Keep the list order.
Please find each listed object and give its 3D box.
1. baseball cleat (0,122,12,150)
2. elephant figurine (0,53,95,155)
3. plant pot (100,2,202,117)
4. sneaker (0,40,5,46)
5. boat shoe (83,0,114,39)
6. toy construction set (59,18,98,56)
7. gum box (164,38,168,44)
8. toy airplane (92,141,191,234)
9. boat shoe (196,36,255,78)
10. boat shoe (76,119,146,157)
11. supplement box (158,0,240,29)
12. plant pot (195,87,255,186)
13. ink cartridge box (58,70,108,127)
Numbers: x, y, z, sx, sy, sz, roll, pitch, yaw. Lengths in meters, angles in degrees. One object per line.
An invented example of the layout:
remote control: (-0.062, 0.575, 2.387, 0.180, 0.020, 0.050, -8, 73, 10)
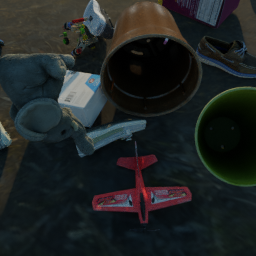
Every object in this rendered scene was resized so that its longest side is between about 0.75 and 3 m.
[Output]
baseball cleat: (-3.991, 0.062, 8.186, 0.765, 0.502, 1.438, -32, 60, -21)
elephant figurine: (-1.428, -0.294, 4.726, 1.424, 1.835, 1.298, 2, 12, 12)
plant pot: (0.624, -2.304, 8.673, 2.810, 2.810, 2.782, 0, 47, 0)
sneaker: (-5.080, -3.156, 10.642, 0.799, 0.321, 0.345, 5, 70, 9)
boat shoe: (-1.083, -4.218, 10.980, 0.911, 0.961, 2.749, 20, 26, -31)
toy construction set: (-1.612, -3.432, 10.148, 1.141, 1.485, 1.239, -26, 82, -29)
gum box: (1.624, -3.506, 10.835, 0.513, 0.299, 0.904, 2, 55, 3)
toy airplane: (0.272, 1.485, 7.202, 2.466, 0.454, 2.466, -2, 54, 2)
boat shoe: (3.644, -2.506, 9.746, 2.537, 0.918, 0.916, 19, 57, 13)
boat shoe: (-0.461, 0.211, 8.016, 2.124, 0.783, 0.681, -17, 101, -15)
supplement box: (3.000, -5.740, 11.663, 2.981, 1.539, 1.952, 33, 61, 21)
plant pot: (1.996, 0.128, 5.400, 1.620, 1.732, 1.620, 0, 91, 6)
ink cartridge box: (-1.976, -1.019, 8.605, 2.464, 0.822, 1.427, 13, 54, 21)
